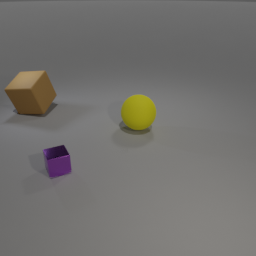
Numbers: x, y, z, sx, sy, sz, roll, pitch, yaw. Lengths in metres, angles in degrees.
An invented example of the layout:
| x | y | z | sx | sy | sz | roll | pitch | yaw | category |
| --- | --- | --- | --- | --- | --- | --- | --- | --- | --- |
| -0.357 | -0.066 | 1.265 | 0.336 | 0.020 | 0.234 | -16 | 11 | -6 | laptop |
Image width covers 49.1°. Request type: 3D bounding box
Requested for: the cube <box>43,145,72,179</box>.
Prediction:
| x | y | z | sx | sy | sz | roll | pitch | yaw | category |
| --- | --- | --- | --- | --- | --- | --- | --- | --- | --- |
| -2.251 | 1.058 | 8.916 | 0.700 | 0.700 | 0.700 | -13 | 31 | -24 | cube |

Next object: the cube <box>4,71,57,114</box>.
| x | y | z | sx | sy | sz | roll | pitch | yaw | category |
| --- | --- | --- | --- | --- | --- | --- | --- | --- | --- |
| -4.318 | -1.592 | 12.589 | 1.400 | 1.400 | 1.400 | 1 | 44 | 18 | cube |

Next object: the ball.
| x | y | z | sx | sy | sz | roll | pitch | yaw | category |
| --- | --- | --- | --- | --- | --- | --- | --- | --- | --- |
| 0.417 | -0.619 | 11.081 | 1.400 | 1.400 | 1.400 | 0 | 28 | 0 | ball |
